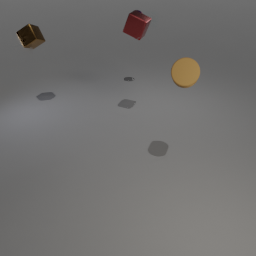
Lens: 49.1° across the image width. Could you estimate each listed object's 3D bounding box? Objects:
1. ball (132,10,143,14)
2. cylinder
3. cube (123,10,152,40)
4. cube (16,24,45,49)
[{"bbox_3d":[0.420,-5.286,13.431,0.700,0.700,0.700,0,30,0],"label":"ball"},{"bbox_3d":[1.462,-1.392,7.146,0.700,0.700,0.700,6,5,11],"label":"cylinder"},{"bbox_3d":[0.333,-3.699,10.064,0.700,0.700,0.700,28,37,3],"label":"cube"},{"bbox_3d":[-3.982,-3.749,11.518,0.700,0.700,0.700,-25,3,18],"label":"cube"}]
